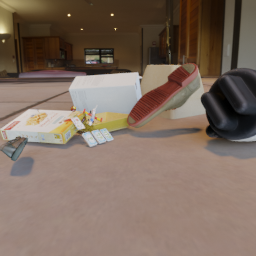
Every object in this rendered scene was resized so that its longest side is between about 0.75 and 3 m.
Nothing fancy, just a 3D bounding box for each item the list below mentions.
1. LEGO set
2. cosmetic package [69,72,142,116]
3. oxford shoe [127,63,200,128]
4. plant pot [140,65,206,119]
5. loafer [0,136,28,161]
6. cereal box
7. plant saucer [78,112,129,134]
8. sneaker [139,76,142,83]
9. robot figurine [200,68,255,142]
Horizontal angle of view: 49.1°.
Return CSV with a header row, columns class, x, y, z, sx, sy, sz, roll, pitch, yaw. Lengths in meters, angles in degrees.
class,x,y,z,sx,sy,sz,roll,pitch,yaw
LEGO set,-0.903,-0.140,6.911,0.875,0.288,1.172,-15,62,-52
cosmetic package,-0.711,-1.099,9.650,2.291,1.293,0.929,-1,39,10
oxford shoe,1.076,-0.696,7.701,2.422,0.906,0.853,-38,40,-1
plant pot,1.715,-1.542,11.138,2.155,1.910,2.157,-10,17,-39
loafer,-2.113,0.313,5.212,0.355,0.405,1.128,30,-3,-17
cereal box,-2.099,-0.076,7.097,1.758,0.347,1.265,3,28,17
plant saucer,-0.764,-0.139,8.128,1.489,0.361,1.489,-14,14,-37
sneaker,0.874,-1.704,13.047,1.138,0.811,2.294,40,13,18
robot figurine,2.857,-0.501,6.475,2.616,1.632,1.966,3,2,-38
